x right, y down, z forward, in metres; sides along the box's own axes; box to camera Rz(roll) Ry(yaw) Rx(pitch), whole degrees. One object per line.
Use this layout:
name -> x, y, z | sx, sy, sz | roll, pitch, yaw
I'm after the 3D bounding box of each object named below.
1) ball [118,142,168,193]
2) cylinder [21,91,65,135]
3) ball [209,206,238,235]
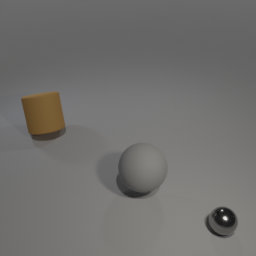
ball -> 0.424, 1.111, 7.934 | 1.400, 1.400, 1.400 | 0, 33, 0
cylinder -> -3.227, -0.596, 10.728 | 1.400, 1.400, 1.400 | -7, 13, 2
ball -> 2.423, 2.354, 7.119 | 0.700, 0.700, 0.700 | 0, 33, 0
